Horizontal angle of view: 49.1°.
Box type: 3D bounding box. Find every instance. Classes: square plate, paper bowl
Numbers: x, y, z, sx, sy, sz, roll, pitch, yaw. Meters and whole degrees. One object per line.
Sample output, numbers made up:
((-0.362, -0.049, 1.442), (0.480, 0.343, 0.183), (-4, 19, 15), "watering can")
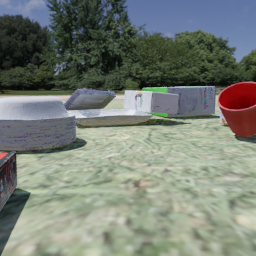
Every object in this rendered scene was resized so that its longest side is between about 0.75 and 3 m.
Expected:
((-0.852, -0.460, 11.288), (2.951, 0.420, 2.923), (-2, 8, -17), "square plate")
((-2.435, -0.204, 7.060), (2.218, 1.153, 2.218), (-1, 8, 0), "paper bowl")

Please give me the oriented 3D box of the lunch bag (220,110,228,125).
((4.473, -0.438, 9.641), (1.889, 0.891, 2.358), (-8, 10, -35), "lunch bag")

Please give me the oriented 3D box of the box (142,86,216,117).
((2.452, -1.350, 14.062), (2.593, 1.421, 2.939), (-5, 8, -18), "box")

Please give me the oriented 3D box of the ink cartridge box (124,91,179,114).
((0.924, -1.066, 11.428), (1.387, 0.804, 1.915), (1, 8, -34), "ink cartridge box")

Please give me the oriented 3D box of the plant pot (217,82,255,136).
((3.239, -0.468, 7.821), (1.283, 1.135, 1.283), (-17, 37, 13), "plant pot")

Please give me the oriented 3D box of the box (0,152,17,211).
((-2.213, 0.768, 2.422), (1.846, 0.538, 2.696), (-1, 8, -9), "box")

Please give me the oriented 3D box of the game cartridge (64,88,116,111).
((-1.878, -1.280, 13.540), (1.612, 0.477, 2.487), (-44, -23, 31), "game cartridge")
